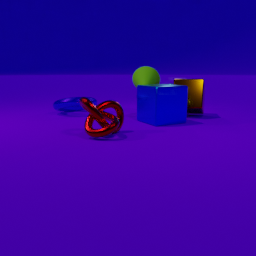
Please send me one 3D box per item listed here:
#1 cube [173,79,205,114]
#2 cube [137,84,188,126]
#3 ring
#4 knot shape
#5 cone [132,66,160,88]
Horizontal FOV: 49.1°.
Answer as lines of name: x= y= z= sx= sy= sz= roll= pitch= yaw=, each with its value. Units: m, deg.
cube: x=2.386 y=-1.210 z=10.941 sx=1.131 sy=1.131 sz=1.131 roll=3 pitch=-8 yaw=18
cube: x=1.146 y=-0.832 z=9.615 sx=1.265 sy=1.265 sz=1.265 roll=-6 pitch=13 yaw=-27
ring: x=-2.154 y=-0.962 z=11.479 sx=1.800 sy=0.360 sz=1.800 roll=-6 pitch=-3 yaw=0
knot shape: x=-0.640 y=-0.316 z=7.830 sx=1.362 sy=0.673 sz=1.456 roll=-2 pitch=48 yaw=-43
cone: x=0.632 y=-1.574 z=10.417 sx=1.073 sy=1.073 sz=1.077 roll=2 pitch=36 yaw=9
